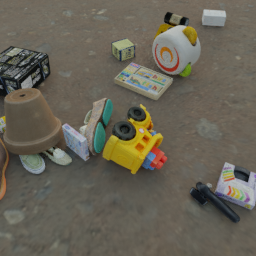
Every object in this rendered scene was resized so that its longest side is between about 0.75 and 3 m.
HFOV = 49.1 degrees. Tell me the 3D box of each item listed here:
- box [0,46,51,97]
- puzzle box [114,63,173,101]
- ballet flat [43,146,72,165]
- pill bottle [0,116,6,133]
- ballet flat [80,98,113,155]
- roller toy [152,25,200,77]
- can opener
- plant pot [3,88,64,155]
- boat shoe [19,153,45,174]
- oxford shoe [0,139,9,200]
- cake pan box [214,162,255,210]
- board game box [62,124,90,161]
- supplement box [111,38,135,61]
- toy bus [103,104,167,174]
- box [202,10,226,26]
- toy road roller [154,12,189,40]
[{"bbox_3d":[-5.164,-2.590,12.938,2.100,1.104,2.564,14,43,10],"label":"box"},{"bbox_3d":[0.751,-2.277,13.408,2.367,0.301,1.575,26,53,21],"label":"puzzle box"},{"bbox_3d":[-2.781,0.897,10.417,1.544,0.481,0.521,24,52,20],"label":"ballet flat"},{"bbox_3d":[-4.738,-0.270,11.396,1.068,0.593,0.593,-27,53,-22],"label":"pill bottle"},{"bbox_3d":[-1.329,-0.050,11.093,0.993,1.005,2.952,-5,40,17],"label":"ballet flat"},{"bbox_3d":[2.365,-3.805,13.560,1.578,2.258,2.060,-35,44,-28],"label":"roller toy"},{"bbox_3d":[2.872,2.406,9.118,1.749,0.688,0.554,37,19,25],"label":"can opener"},{"bbox_3d":[-3.601,-0.375,10.297,2.176,1.898,2.176,-3,32,2],"label":"plant pot"},{"bbox_3d":[-3.723,0.930,10.310,0.683,0.589,1.898,-34,56,-27],"label":"boat shoe"},{"bbox_3d":[-4.859,1.096,9.818,1.068,1.092,2.995,-17,50,-15],"label":"oxford shoe"},{"bbox_3d":[3.759,1.939,9.568,1.265,0.359,1.373,23,52,16],"label":"cake pan box"},{"bbox_3d":[-1.918,0.529,10.327,1.116,1.119,0.230,35,56,26],"label":"board game box"},{"bbox_3d":[-0.247,-4.174,14.902,0.952,0.639,0.951,-24,52,-21],"label":"supplement box"},{"bbox_3d":[0.509,0.530,10.204,2.166,1.531,2.256,32,51,9],"label":"toy bus"},{"bbox_3d":[5.290,-6.788,17.271,1.301,0.634,0.809,6,48,6],"label":"box"},{"bbox_3d":[2.544,-5.213,15.633,1.315,1.563,2.141,28,90,23],"label":"toy road roller"}]
